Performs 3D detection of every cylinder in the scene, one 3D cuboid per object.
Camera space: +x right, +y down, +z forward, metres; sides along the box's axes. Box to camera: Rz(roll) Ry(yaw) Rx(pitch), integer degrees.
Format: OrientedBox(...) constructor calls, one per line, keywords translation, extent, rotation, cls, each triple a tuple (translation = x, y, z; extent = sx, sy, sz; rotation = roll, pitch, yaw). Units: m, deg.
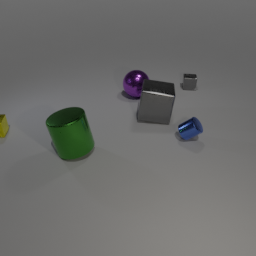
OrientedBox(translation=(2.419, 0.025, 10.837), extent=(0.700, 0.700, 0.700), rotation=(-32, 14, 34), cls="cylinder")
OrientedBox(translation=(-2.034, 0.170, 9.982), extent=(1.400, 1.400, 1.400), rotation=(-10, 29, 6), cls="cylinder")

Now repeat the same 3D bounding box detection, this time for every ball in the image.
OrientedBox(translation=(0.429, -2.245, 14.231), extent=(1.400, 1.400, 1.400), rotation=(0, 31, 0), cls="ball")

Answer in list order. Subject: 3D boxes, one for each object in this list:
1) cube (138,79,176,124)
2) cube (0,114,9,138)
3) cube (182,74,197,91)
OrientedBox(translation=(1.240, -1.170, 12.293), extent=(1.400, 1.400, 1.400), rotation=(9, 32, 2), cls="cube")
OrientedBox(translation=(-5.306, -0.075, 11.278), extent=(0.700, 0.700, 0.700), rotation=(-3, 34, -5), cls="cube")
OrientedBox(translation=(3.367, -2.515, 15.333), extent=(0.700, 0.700, 0.700), rotation=(4, 31, 6), cls="cube")
